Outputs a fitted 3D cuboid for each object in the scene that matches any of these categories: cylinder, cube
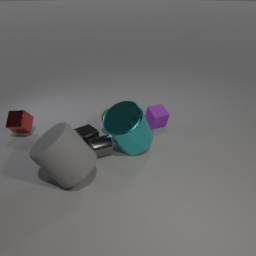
[{"bbox_3d":[-0.966,0.640,9.770,0.700,0.700,0.700,-12,31,-22],"label":"cylinder"},{"bbox_3d":[0.033,0.016,9.698,1.400,1.400,1.400,-12,54,16],"label":"cylinder"},{"bbox_3d":[1.199,-0.477,11.660,0.700,0.700,0.700,-13,51,-23],"label":"cube"},{"bbox_3d":[-1.519,0.372,10.259,0.700,0.700,0.700,-22,34,-33],"label":"cube"},{"bbox_3d":[-1.877,0.787,8.210,1.400,1.400,1.400,-31,27,17],"label":"cylinder"},{"bbox_3d":[-4.220,-0.238,10.944,0.700,0.700,0.700,-2,70,13],"label":"cube"}]

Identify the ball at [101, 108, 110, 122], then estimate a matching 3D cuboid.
[{"bbox_3d":[-0.678,-0.415,10.846,0.700,0.700,0.700,0,28,0],"label":"ball"}]
